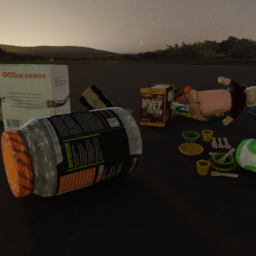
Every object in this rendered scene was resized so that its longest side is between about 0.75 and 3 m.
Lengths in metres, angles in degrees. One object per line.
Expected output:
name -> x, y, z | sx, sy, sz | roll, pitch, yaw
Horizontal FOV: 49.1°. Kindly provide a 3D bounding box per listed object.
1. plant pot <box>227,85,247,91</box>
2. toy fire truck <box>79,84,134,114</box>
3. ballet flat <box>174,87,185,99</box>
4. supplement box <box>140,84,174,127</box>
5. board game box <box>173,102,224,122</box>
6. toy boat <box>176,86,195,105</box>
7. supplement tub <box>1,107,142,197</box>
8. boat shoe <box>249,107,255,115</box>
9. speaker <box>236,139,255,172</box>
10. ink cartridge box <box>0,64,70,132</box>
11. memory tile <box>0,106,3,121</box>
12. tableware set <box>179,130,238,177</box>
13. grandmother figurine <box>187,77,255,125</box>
plant pot -> 5.929, -1.902, 15.323 | 0.904, 0.904, 0.885 | -12, 12, -35
toy fire truck -> -0.705, -0.744, 10.404 | 1.534, 1.121, 1.743 | 48, 6, 29
ballet flat -> 2.397, -1.883, 15.518 | 2.710, 0.628, 0.913 | -15, 22, -42
supplement box -> 1.135, -0.908, 10.761 | 0.928, 1.378, 1.397 | 7, 17, 22
board game box -> 2.496, -0.783, 12.284 | 2.938, 0.345, 1.539 | 15, 24, 42
toy boat -> 3.035, -1.636, 14.134 | 0.917, 0.918, 1.405 | 9, 18, 28
supplement tub -> -1.106, 0.457, 5.717 | 2.521, 1.545, 1.545 | -10, 19, -33
boat shoe -> 5.813, -0.757, 11.816 | 0.627, 0.511, 1.489 | -9, 18, -29
speaker -> 3.288, 0.782, 6.025 | 0.791, 0.791, 1.789 | -11, 19, -33
ink cartridge box -> -2.634, -0.650, 8.084 | 1.700, 2.356, 0.987 | 4, 17, 14
memory tile -> -5.465, -0.681, 12.153 | 1.698, 0.186, 2.215 | 4, 17, 13
tableware set -> 1.993, 0.542, 7.149 | 1.369, 0.312, 2.033 | 3, 26, 11
grandmother figurine -> 3.616, -0.960, 10.094 | 2.881, 1.747, 0.873 | -11, 24, -14
